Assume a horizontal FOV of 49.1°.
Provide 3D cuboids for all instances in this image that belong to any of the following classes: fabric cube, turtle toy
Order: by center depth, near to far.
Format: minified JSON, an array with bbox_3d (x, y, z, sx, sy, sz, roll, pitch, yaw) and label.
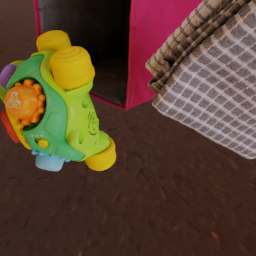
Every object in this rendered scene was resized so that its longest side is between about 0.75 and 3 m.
[{"bbox_3d":[-1.283,-0.399,4.431,1.353,1.950,2.676,-24,37,-15],"label":"turtle toy"},{"bbox_3d":[0.007,-2.495,6.142,2.913,2.969,2.959,27,36,37],"label":"fabric cube"}]

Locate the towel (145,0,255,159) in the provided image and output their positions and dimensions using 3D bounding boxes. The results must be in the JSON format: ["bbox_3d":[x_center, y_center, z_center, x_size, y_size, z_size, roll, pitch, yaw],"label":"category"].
[{"bbox_3d":[1.427,-0.514,3.070,2.069,1.713,0.885,25,51,-23],"label":"towel"}]
